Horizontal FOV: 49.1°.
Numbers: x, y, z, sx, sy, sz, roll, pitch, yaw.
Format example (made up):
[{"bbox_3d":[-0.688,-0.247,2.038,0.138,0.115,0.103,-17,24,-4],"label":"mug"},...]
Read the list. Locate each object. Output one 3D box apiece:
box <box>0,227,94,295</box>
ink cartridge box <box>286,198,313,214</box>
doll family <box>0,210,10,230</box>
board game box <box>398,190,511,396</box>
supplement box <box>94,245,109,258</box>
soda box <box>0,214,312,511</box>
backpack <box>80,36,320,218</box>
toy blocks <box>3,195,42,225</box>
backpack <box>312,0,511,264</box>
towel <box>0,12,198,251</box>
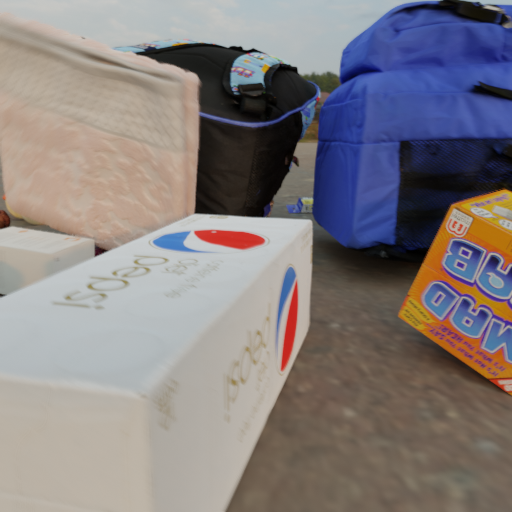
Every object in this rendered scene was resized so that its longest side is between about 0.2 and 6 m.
[{"bbox_3d":[-2.966,0.095,7.400,1.387,0.676,0.863,8,16,19],"label":"box"},{"bbox_3d":[1.380,-1.267,13.862,1.203,0.283,1.189,2,14,-1],"label":"ink cartridge box"},{"bbox_3d":[-5.057,-0.314,8.806,2.588,1.015,1.496,11,13,22],"label":"doll family"},{"bbox_3d":[2.297,0.258,5.067,1.219,1.218,1.218,-15,42,-45],"label":"board game box"},{"bbox_3d":[-2.489,0.054,8.407,0.438,0.345,0.669,13,19,39],"label":"supplement box"},{"bbox_3d":[-0.544,0.621,4.238,1.365,1.276,4.007,4,15,14],"label":"soda box"},{"bbox_3d":[-0.997,-2.422,10.581,4.081,3.007,4.471,18,30,14],"label":"backpack"},{"bbox_3d":[-4.931,-1.328,12.971,1.861,0.811,2.233,-11,18,-39],"label":"toy blocks"},{"bbox_3d":[3.464,-1.737,8.573,4.541,3.811,3.690,2,17,-4],"label":"backpack"},{"bbox_3d":[-2.223,-1.358,7.502,3.140,2.999,0.506,22,40,17],"label":"towel"}]
